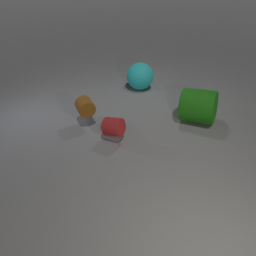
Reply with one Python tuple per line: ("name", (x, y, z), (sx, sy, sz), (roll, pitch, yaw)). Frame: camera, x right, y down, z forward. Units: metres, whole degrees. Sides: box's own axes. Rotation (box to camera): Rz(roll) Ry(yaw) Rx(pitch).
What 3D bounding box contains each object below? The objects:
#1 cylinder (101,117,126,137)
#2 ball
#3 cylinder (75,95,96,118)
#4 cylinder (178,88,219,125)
("cylinder", (-0.541, -0.052, 10.525), (0.700, 0.700, 0.700), (6, 31, 28))
("ball", (0.631, -2.725, 14.733), (1.400, 1.400, 1.400), (0, 32, 0))
("cylinder", (-1.729, -0.868, 11.316), (0.700, 0.700, 0.700), (-13, 37, -20))
("cylinder", (2.956, -0.922, 11.734), (1.400, 1.400, 1.400), (10, 33, 22))
